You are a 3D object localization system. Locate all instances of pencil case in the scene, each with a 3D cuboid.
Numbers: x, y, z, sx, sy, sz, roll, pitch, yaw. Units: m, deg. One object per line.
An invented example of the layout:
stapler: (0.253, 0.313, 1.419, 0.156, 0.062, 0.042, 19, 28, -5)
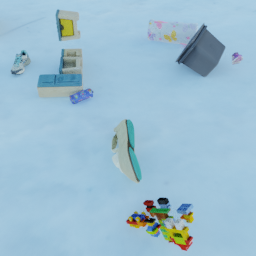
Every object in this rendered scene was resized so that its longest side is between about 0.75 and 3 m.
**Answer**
pencil case: (1.953, -4.232, 12.305, 2.243, 0.932, 1.017, 9, 48, 10)
pencil case: (-1.539, -1.054, 9.356, 0.805, 0.314, 0.349, -24, 71, -20)

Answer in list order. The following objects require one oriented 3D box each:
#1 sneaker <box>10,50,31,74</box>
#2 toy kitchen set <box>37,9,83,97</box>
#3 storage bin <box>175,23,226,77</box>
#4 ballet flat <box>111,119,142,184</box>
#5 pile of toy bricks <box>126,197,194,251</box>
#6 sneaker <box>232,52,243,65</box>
sneaker: (-4.218, -2.552, 10.789, 0.511, 0.569, 1.317, 3, 43, 3)
toy kitchen set: (-2.390, -2.642, 9.766, 1.498, 2.037, 2.543, -3, 44, -7)
storage bin: (2.801, -2.829, 10.711, 1.292, 1.400, 1.924, 37, 49, -2)
ballet flat: (-0.102, 0.641, 7.426, 0.744, 0.744, 2.142, -3, 42, -3)
pile of toy bricks: (0.794, 2.015, 5.734, 0.900, 0.801, 1.622, -31, 11, -40)
sneaker: (4.025, -2.632, 10.401, 0.361, 0.397, 0.899, -7, 1, 13)
